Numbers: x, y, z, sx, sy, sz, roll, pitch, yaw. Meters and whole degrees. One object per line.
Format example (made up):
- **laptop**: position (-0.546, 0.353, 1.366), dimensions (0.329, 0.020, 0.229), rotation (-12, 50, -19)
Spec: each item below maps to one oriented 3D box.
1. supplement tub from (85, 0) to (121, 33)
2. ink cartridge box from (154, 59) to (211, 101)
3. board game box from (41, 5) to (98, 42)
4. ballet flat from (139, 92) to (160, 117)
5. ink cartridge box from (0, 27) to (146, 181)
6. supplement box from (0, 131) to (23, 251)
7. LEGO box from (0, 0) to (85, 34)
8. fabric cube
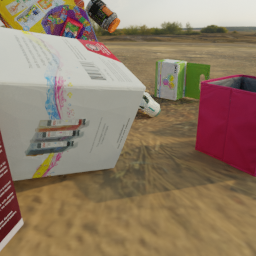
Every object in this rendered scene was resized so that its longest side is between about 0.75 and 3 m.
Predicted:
- **supplement tub**: position (-0.945, -4.292, 10.687), dimensions (1.267, 0.776, 0.776), rotation (43, 27, 0)
- **ink cartridge box**: position (2.165, -1.907, 11.365), dimensions (2.077, 1.535, 0.787), rotation (17, 26, 38)
- **board game box**: position (-1.632, -2.596, 7.976), dimensions (1.333, 1.687, 0.328), rotation (-14, 42, 8)
- **ballet flat**: position (0.499, -0.974, 10.001), dimensions (0.677, 0.677, 1.950), rotation (-7, 24, -19)
- **ink cartridge box**: position (-1.649, -0.490, 5.478), dimensions (2.940, 2.126, 2.136), rotation (-1, 39, -34)
- **supplement box**: position (-2.452, 0.313, 3.574), dimensions (1.530, 2.812, 0.856), rotation (7, 27, 15)
- **LEGO box**: position (-2.856, -3.855, 9.167), dimensions (2.336, 1.740, 0.901), rotation (-42, -1, -10)
- **fabric cube**: position (2.819, -0.204, 6.565), dimensions (1.722, 1.749, 1.755), rotation (-15, 26, -33)
